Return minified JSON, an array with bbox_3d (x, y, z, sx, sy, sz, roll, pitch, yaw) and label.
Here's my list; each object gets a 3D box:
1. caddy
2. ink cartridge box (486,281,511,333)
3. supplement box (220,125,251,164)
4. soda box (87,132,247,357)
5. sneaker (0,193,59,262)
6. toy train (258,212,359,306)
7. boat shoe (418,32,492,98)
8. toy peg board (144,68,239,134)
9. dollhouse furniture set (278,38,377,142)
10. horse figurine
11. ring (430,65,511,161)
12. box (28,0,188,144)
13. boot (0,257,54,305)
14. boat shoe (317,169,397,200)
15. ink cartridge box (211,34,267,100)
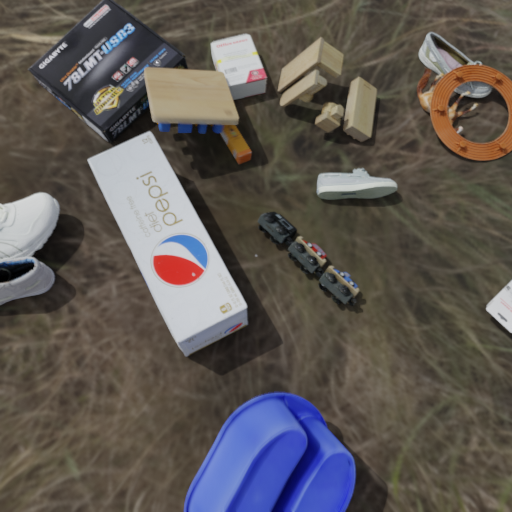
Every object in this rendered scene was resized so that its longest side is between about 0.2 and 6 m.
[{"bbox_3d":[0.172,3.678,8.872,2.089,1.551,2.954,32,84,-21],"label":"caddy"},{"bbox_3d":[4.974,0.931,10.795,1.175,0.392,0.681,-39,73,-14],"label":"ink cartridge box"},{"bbox_3d":[-0.458,-2.480,12.197,0.317,0.328,0.954,-24,72,-14],"label":"supplement box"},{"bbox_3d":[-1.695,-0.252,10.775,1.406,1.314,4.127,-27,71,-10],"label":"soda box"},{"bbox_3d":[-5.356,-0.450,10.563,3.224,1.602,1.256,-31,46,-13],"label":"sneaker"},{"bbox_3d":[1.060,0.024,11.123,2.575,0.439,0.590,45,42,16],"label":"toy train"},{"bbox_3d":[4.568,-4.337,12.777,0.710,0.617,1.926,-39,73,-14],"label":"boat shoe"},{"bbox_3d":[-1.420,-3.082,11.773,1.720,0.841,1.713,-3,50,-17],"label":"toy peg board"},{"bbox_3d":[1.542,-3.459,12.598,1.742,1.419,1.657,23,66,-28],"label":"dollhouse furniture set"},{"bbox_3d":[4.144,-3.425,12.485,1.059,0.399,1.598,-44,82,2],"label":"horse figurine"},{"bbox_3d":[4.886,-3.165,12.234,2.213,0.212,2.213,1,83,-6],"label":"ring"},{"bbox_3d":[-3.311,-4.214,12.617,2.543,0.636,2.562,41,80,13],"label":"box"},{"bbox_3d":[-5.014,0.525,10.623,2.117,1.012,0.779,-20,70,-8],"label":"boot"},{"bbox_3d":[2.091,-1.550,11.687,1.660,0.579,0.591,-2,73,3],"label":"boat shoe"},{"bbox_3d":[-0.404,-4.302,12.795,0.956,0.550,1.318,-15,69,-7],"label":"ink cartridge box"}]
